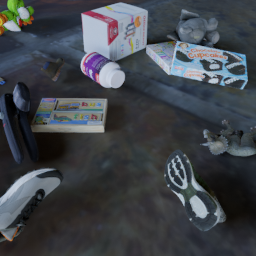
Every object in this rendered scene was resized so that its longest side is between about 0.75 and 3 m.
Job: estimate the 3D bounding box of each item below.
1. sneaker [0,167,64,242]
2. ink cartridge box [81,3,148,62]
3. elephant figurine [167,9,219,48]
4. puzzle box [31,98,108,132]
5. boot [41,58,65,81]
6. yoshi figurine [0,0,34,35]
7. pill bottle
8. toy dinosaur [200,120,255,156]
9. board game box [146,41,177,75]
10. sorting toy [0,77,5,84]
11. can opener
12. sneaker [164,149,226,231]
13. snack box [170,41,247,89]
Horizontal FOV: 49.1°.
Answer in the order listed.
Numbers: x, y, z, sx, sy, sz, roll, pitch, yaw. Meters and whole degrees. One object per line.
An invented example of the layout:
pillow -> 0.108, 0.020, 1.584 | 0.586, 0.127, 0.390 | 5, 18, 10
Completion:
sneaker -> -2.364, 1.776, 6.024 | 2.420, 0.894, 0.959 | -37, 61, -28
ink cartridge box -> -0.537, -4.285, 12.432 | 1.752, 1.760, 2.423 | 32, 49, 32
elephant figurine -> 2.708, -4.395, 12.753 | 1.834, 2.011, 2.592 | -31, 43, -5
puzzle box -> -1.808, -0.444, 9.012 | 2.240, 0.285, 1.490 | 0, 39, 0
boot -> -2.909, -2.462, 10.872 | 0.683, 0.526, 1.409 | 33, 35, -28
yoshi figurine -> -6.290, -6.121, 14.870 | 1.617, 1.611, 2.877 | 8, 37, 20
pill bottle -> -0.931, -2.146, 10.503 | 0.979, 0.979, 1.740 | -29, 47, -30
toy dinosaur -> 3.053, 0.412, 7.791 | 2.105, 0.810, 1.076 | 14, 55, 5
board game box -> 1.906, -3.079, 12.079 | 1.478, 0.376, 2.198 | -14, 42, -16
sorting toy -> -5.140, -1.882, 10.861 | 0.875, 0.119, 0.493 | 30, 49, 31
can opener -> -3.230, -0.120, 8.162 | 0.931, 1.155, 2.938 | -4, 48, -24
sneaker -> 1.557, 1.414, 6.524 | 0.923, 0.801, 2.083 | 23, 32, -41
snack box -> 3.119, -2.466, 10.834 | 2.765, 0.513, 1.606 | 13, 50, 4
